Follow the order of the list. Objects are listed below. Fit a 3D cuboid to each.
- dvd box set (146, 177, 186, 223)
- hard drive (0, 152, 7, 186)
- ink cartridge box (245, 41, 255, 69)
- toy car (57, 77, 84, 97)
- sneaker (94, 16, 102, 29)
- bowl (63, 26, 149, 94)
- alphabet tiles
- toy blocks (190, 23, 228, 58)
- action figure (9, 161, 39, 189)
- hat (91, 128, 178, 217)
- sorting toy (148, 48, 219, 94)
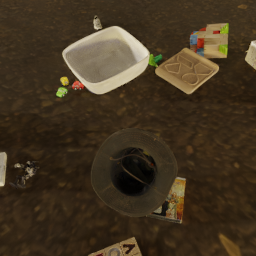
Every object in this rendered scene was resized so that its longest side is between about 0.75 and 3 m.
[{"bbox_3d":[1.129,1.999,8.150,0.996,0.200,1.362,10,49,9],"label":"dvd box set"},{"bbox_3d":[-4.757,1.408,8.658,1.802,0.240,1.189,-10,49,-8],"label":"hard drive"},{"bbox_3d":[6.009,-3.179,12.273,0.999,0.973,1.554,-15,50,-13],"label":"ink cartridge box"},{"bbox_3d":[-2.510,-1.667,11.402,1.154,0.257,1.086,22,52,18],"label":"toy car"},{"bbox_3d":[-1.646,-5.562,14.794,0.376,0.413,1.007,-15,50,-13],"label":"sneaker"},{"bbox_3d":[-0.883,-2.697,11.598,2.962,1.106,2.958,-30,54,-16],"label":"bowl"},{"bbox_3d":[0.050,3.945,6.481,2.132,0.096,2.550,-17,51,-14],"label":"alphabet tiles"},{"bbox_3d":[3.714,-4.069,13.084,1.788,1.307,2.615,3,46,18],"label":"toy blocks"},{"bbox_3d":[-3.130,1.330,8.552,0.613,0.526,1.031,6,49,19],"label":"action figure"},{"bbox_3d":[0.193,1.162,8.003,2.498,2.498,1.008,10,11,9],"label":"hat"},{"bbox_3d":[2.208,-2.697,12.220,2.834,0.417,2.095,38,63,25],"label":"sorting toy"}]
